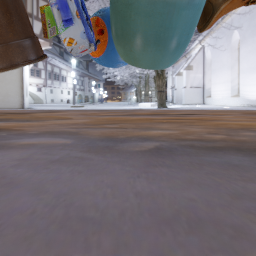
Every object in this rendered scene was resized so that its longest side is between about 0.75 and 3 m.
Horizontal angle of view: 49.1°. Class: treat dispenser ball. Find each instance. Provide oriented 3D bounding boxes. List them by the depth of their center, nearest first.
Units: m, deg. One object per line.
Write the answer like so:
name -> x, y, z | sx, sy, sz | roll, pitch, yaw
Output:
treat dispenser ball -> -0.504, -3.014, 9.407 | 1.975, 1.975, 1.975 | 0, 5, 0

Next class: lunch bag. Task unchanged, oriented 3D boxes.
lunch bag -> -1.391, -2.844, 6.684 | 0.877, 2.321, 1.860 | -20, 4, -1

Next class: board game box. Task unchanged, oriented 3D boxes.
board game box -> -2.160, -3.657, 9.140 | 0.295, 0.939, 1.965 | 16, 38, 18

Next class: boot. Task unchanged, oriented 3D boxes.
boot -> 2.813, -3.234, 7.153 | 1.688, 0.804, 2.182 | -10, -13, -15

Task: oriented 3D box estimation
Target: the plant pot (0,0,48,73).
plant pot -> -3.956, -3.032, 7.900 | 2.667, 2.640, 2.667 | -9, 23, 4

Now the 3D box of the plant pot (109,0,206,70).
plant pot -> 0.561, -2.424, 6.578 | 2.165, 1.737, 2.165 | 6, 36, -4
